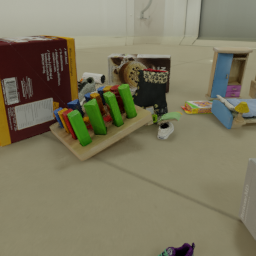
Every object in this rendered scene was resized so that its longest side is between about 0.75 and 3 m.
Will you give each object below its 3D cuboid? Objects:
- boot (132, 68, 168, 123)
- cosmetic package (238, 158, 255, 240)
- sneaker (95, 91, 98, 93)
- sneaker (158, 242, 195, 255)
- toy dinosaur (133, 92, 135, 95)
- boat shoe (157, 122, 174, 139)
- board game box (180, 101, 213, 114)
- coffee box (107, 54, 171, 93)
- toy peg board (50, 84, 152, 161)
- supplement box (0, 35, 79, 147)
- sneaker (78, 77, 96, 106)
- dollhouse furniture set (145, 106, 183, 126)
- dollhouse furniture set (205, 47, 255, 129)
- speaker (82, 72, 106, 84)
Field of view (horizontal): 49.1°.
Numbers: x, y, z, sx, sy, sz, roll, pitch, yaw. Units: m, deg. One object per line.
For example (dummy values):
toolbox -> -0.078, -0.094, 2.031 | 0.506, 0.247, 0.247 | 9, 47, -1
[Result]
boot -> 0.321, -1.154, 9.397 | 2.263, 1.709, 0.817 | 11, 25, 25
cosmetic package -> 2.511, 1.421, 3.715 | 1.057, 1.251, 2.343 | -3, 21, -8
sneaker -> -0.586, -1.409, 11.521 | 1.541, 0.577, 0.651 | 8, 29, 19
sneaker -> 0.428, 1.808, 3.798 | 1.040, 0.455, 0.387 | -8, 23, -20
toy dinosaur -> 0.110, -1.096, 10.954 | 0.924, 0.838, 0.485 | -32, 37, 35
boat shoe -> 1.125, -0.025, 8.419 | 0.396, 0.362, 1.102 | 10, 24, 23
board game box -> 3.041, -0.793, 10.472 | 1.987, 0.298, 0.949 | -5, 21, -4
coffee box -> 0.548, -2.567, 13.024 | 2.817, 1.592, 1.125 | 3, 23, 9
toy peg board -> -0.953, -0.513, 7.794 | 2.277, 1.114, 2.267 | -30, 34, -22
supplement box -> -3.151, -1.320, 8.506 | 1.815, 2.696, 2.733 | 19, 29, 38
sneaker -> -2.011, -1.425, 11.117 | 0.877, 0.940, 2.372 | 10, 25, 19
dollhouse furniture set -> 0.796, -0.438, 8.500 | 1.598, 0.617, 0.799 | -11, 9, 21
dollhouse furniture set -> 4.341, -1.414, 9.459 | 2.807, 1.940, 2.974 | -2, 29, -6
speaker -> -1.775, -2.611, 14.611 | 1.188, 0.482, 0.482 | 12, 25, 26
